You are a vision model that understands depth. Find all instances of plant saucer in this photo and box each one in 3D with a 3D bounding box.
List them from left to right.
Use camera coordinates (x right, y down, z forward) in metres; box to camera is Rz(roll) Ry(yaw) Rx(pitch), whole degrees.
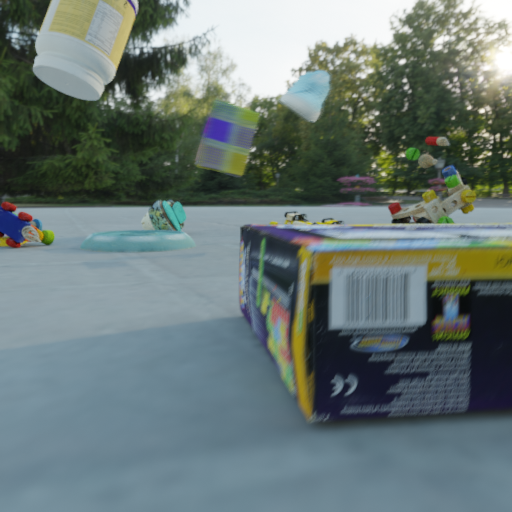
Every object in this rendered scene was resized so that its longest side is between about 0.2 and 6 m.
[{"bbox_3d":[-2.365,-0.323,11.296,2.285,0.313,2.285,-1,6,0],"label":"plant saucer"}]

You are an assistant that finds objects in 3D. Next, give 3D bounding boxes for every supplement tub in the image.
[{"bbox_3d":[-2.622,-3.387,8.586,1.217,1.673,1.217,17,-8,2],"label":"supplement tub"}]

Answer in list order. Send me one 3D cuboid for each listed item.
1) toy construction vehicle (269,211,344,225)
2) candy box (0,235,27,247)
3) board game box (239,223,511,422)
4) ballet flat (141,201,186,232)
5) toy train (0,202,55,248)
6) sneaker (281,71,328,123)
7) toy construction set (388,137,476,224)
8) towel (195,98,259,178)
[{"bbox_3d":[1.271,-0.711,14.359,1.367,0.553,1.570,19,19,37],"label":"toy construction vehicle"},{"bbox_3d":[-5.700,-0.325,11.703,1.590,0.210,0.813,0,10,-5],"label":"candy box"},{"bbox_3d":[1.499,0.218,3.834,3.004,0.852,2.483,-1,4,-8],"label":"board game box"},{"bbox_3d":[-2.383,-0.843,14.160,1.055,1.055,2.842,0,4,1],"label":"ballet flat"},{"bbox_3d":[-4.467,-0.430,11.277,1.694,0.717,0.980,25,1,31],"label":"toy train"},{"bbox_3d":[0.936,-2.964,10.020,0.720,0.798,1.949,30,21,-11],"label":"sneaker"},{"bbox_3d":[4.103,-1.376,12.370,2.044,2.451,1.883,-9,12,-3],"label":"toy construction set"},{"bbox_3d":[-0.640,-2.611,12.583,1.129,1.572,0.179,16,8,-16],"label":"towel"}]
